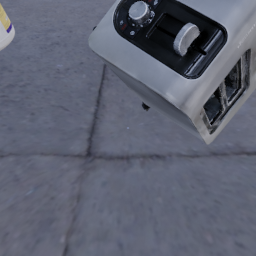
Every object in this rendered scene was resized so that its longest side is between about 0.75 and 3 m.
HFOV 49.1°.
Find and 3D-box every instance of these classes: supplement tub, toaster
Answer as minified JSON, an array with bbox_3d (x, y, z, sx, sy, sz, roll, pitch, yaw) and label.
[{"bbox_3d":[-3.254,-2.417,5.410,1.373,1.888,1.373,-9,45,10],"label":"supplement tub"},{"bbox_3d":[0.804,-0.900,2.991,1.175,1.980,1.790,40,92,26],"label":"toaster"}]
